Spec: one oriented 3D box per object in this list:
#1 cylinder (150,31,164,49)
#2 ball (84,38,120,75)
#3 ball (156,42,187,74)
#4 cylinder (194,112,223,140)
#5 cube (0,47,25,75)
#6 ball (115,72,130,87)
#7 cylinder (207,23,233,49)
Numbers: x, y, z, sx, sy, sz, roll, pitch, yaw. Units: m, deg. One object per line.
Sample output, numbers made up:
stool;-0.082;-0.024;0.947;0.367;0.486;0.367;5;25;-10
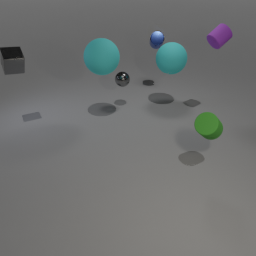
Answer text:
cylinder;1.473;-4.487;14.338;0.700;0.700;0.700;0;0;1
ball;-1.022;-2.765;10.900;1.400;1.400;1.400;0;29;0
ball;1.946;-3.114;12.555;1.400;1.400;1.400;0;29;0
cylinder;2.410;-0.052;8.344;0.700;0.700;0.700;20;-3;32
cube;-4.169;-2.431;10.107;0.700;0.700;0.700;-12;57;-28
ball;-0.258;-2.250;12.935;0.700;0.700;0.700;0;29;0
cylinder;3.559;-3.561;10.900;0.700;0.700;0.700;-42;37;-1
